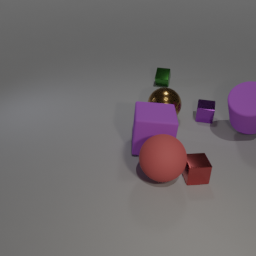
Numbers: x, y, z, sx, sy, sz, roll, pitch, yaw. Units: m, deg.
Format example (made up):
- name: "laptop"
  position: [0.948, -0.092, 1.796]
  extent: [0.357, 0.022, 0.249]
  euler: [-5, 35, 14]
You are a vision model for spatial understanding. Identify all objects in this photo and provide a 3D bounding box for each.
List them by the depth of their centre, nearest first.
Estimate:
- name: "ball"
  position: [1.024, 0.878, 8.255]
  extent: [1.400, 1.400, 1.400]
  euler: [0, 32, 0]
- name: "cube"
  position: [2.091, 1.257, 8.613]
  extent: [0.700, 0.700, 0.700]
  euler: [-3, 32, -5]
- name: "cube"
  position: [0.894, 0.034, 9.805]
  extent: [1.400, 1.400, 1.400]
  euler: [5, 32, -1]
- name: "cylinder"
  position: [4.304, -0.690, 9.919]
  extent: [1.400, 1.400, 1.400]
  euler: [-10, 59, 18]
- name: "ball"
  position: [1.501, -0.973, 11.566]
  extent: [1.400, 1.400, 1.400]
  euler: [0, 32, 0]
- name: "cube"
  position: [3.234, -0.698, 11.705]
  extent: [0.700, 0.700, 0.700]
  euler: [8, 41, 13]
- name: "cube"
  position: [1.842, -2.679, 14.764]
  extent: [0.700, 0.700, 0.700]
  euler: [9, 70, 14]
